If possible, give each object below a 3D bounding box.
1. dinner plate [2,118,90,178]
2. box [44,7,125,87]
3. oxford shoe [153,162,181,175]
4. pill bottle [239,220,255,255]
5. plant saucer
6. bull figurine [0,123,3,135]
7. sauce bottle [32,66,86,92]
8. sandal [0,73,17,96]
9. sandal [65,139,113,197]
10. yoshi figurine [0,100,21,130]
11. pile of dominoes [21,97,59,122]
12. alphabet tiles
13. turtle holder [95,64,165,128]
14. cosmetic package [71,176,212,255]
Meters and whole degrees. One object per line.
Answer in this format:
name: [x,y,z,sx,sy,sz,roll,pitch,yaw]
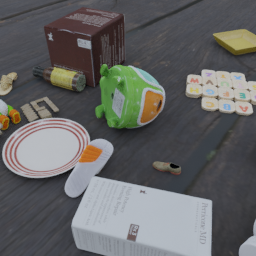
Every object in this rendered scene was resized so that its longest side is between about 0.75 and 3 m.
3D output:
dinner plate: [-2.358,0.563,8.262,2.488,0.302,2.488,0,41,0]
box: [-1.614,-3.388,11.444,2.143,2.121,2.583,19,44,21]
oxford shoe: [1.070,1.031,7.700,0.800,0.299,0.282,11,47,15]
pill bottle: [3.645,2.026,5.586,2.965,1.546,1.546,-24,46,-25]
plant saucer: [5.405,-4.121,13.587,1.942,0.471,1.942,-13,42,-15]
bull figurine: [-4.591,0.199,8.375,2.231,0.726,1.354,32,47,29]
sauce bottle: [-2.731,-1.997,10.922,2.220,0.718,0.718,18,44,19]
sandal: [-4.777,-1.887,10.959,0.549,0.492,1.497,1,41,1]
sandal: [-1.091,1.056,7.528,0.681,0.510,1.778,35,68,3]
yoshi figurine: [-4.429,-0.565,9.372,1.692,0.951,0.948,36,87,19]
pile of dominoes: [-3.089,-0.597,9.786,1.061,0.217,1.361,-24,38,-24]
alphabet tiles: [3.707,-1.493,10.720,2.909,0.212,2.845,8,42,9]
turtle holder: [-0.004,-0.986,9.103,1.851,1.980,2.607,-2,2,-26]
cosmetic package: [0.341,2.059,5.984,2.730,1.011,1.388,8,42,11]
